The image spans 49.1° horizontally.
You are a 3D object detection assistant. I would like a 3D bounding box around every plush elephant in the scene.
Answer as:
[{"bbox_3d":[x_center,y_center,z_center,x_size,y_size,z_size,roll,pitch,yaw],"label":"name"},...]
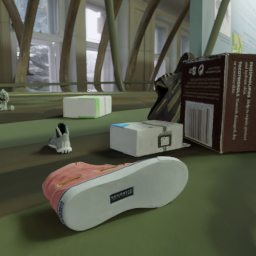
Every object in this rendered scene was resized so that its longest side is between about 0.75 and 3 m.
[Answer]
[{"bbox_3d":[-6.504,-1.423,14.218,1.411,1.093,1.162,-6,11,-32],"label":"plush elephant"}]

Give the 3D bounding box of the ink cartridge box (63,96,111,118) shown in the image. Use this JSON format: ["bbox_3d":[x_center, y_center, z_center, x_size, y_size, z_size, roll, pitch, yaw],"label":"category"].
[{"bbox_3d":[-1.680,-0.936,11.996,1.426,0.824,1.961,3,9,15],"label":"ink cartridge box"}]

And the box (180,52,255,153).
[{"bbox_3d":[2.664,-0.621,6.440,2.371,1.947,1.967,-2,9,-15],"label":"box"}]

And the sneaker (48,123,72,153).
[{"bbox_3d":[-1.429,0.158,5.928,0.375,0.577,0.999,-5,11,-31],"label":"sneaker"}]

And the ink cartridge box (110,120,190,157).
[{"bbox_3d":[0.517,0.160,6.054,1.607,0.536,0.931,-7,11,-37],"label":"ink cartridge box"}]

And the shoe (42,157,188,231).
[{"bbox_3d":[-0.113,0.594,3.184,1.609,0.575,0.732,-10,17,-33],"label":"shoe"}]

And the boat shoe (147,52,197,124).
[{"bbox_3d":[1.237,-1.120,7.702,0.928,2.531,0.943,26,-22,-13],"label":"boat shoe"}]
